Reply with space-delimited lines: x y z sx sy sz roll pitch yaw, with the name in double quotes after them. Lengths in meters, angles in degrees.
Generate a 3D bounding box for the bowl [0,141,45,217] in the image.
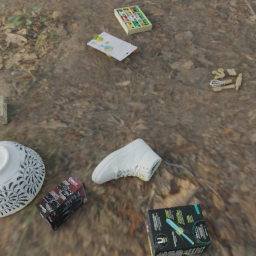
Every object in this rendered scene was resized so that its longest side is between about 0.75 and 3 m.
-4.438 1.419 9.494 2.870 1.347 2.870 -1 52 2 "bowl"

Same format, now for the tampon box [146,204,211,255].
1.427 3.110 8.373 1.622 1.024 1.216 -5 51 -4 "tampon box"

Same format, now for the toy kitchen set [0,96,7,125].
-5.843 -0.837 11.502 1.360 1.110 1.227 -13 52 -10 "toy kitchen set"

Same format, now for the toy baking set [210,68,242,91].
4.628 -2.218 13.227 1.402 0.212 1.826 12 52 13 "toy baking set"

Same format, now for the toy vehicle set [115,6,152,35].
0.277 -6.401 16.501 1.475 0.315 2.373 -16 53 -13 "toy vehicle set"

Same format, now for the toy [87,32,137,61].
-0.828 -4.113 14.514 2.312 0.546 1.331 34 61 22 "toy"

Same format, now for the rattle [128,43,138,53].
0.097 -4.250 14.812 0.547 0.498 0.765 -14 25 -24 "rattle"

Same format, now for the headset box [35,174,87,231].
-2.005 2.319 8.916 0.616 1.186 1.594 37 59 26 "headset box"

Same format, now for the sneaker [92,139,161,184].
0.058 1.434 9.815 2.448 0.902 1.414 -33 55 -25 "sneaker"
